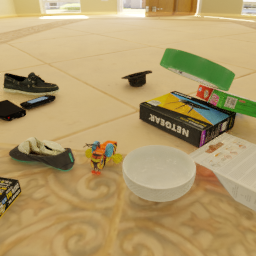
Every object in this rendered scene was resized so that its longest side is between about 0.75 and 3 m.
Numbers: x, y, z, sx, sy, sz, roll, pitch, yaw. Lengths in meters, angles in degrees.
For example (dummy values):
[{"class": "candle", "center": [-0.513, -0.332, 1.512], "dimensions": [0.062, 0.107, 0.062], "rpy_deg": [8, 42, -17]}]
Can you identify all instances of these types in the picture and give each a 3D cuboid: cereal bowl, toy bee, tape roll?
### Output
[{"class": "cereal bowl", "center": [0.773, 1.234, 7.199], "dimensions": [1.867, 0.778, 1.867], "rpy_deg": [1, 28, 0]}, {"class": "toy bee", "center": [-0.841, 0.836, 8.059], "dimensions": [1.112, 0.923, 1.699], "rpy_deg": [11, 5, 39]}, {"class": "tape roll", "center": [2.278, -1.926, 9.325], "dimensions": [2.446, 0.588, 2.446], "rpy_deg": [22, 9, -4]}]

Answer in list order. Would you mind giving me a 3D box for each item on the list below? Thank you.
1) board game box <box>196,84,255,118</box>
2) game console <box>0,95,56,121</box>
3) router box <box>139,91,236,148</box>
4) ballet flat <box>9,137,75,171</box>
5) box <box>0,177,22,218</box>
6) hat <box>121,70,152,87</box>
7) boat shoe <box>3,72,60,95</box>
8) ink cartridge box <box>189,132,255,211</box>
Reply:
[{"class": "board game box", "center": [3.886, -0.987, 10.417], "dimensions": [1.979, 0.521, 2.586], "rpy_deg": [15, 13, -8]}, {"class": "game console", "center": [-4.385, -0.999, 11.828], "dimensions": [1.578, 0.322, 2.675], "rpy_deg": [24, 36, 37]}, {"class": "router box", "center": [2.141, -0.456, 10.369], "dimensions": [2.131, 0.730, 2.858], "rpy_deg": [-24, 36, -37]}, {"class": "ballet flat", "center": [-2.586, 0.658, 8.293], "dimensions": [2.237, 0.817, 0.817], "rpy_deg": [10, 30, 19]}, {"class": "box", "center": [-3.762, 1.704, 6.692], "dimensions": [1.825, 0.450, 1.458], "rpy_deg": [6, 31, 11]}, {"class": "hat", "center": [0.488, -2.425, 14.139], "dimensions": [1.604, 0.647, 1.604], "rpy_deg": [-12, 16, 3]}, {"class": "boat shoe", "center": [-4.583, -2.153, 13.152], "dimensions": [2.916, 0.967, 1.090], "rpy_deg": [8, 22, 19]}, {"class": "ink cartridge box", "center": [3.220, 1.137, 7.639], "dimensions": [2.118, 0.659, 2.632], "rpy_deg": [-23, 32, -36]}]
